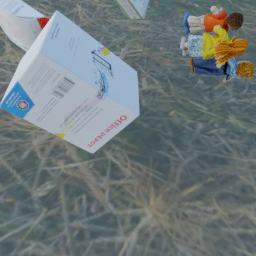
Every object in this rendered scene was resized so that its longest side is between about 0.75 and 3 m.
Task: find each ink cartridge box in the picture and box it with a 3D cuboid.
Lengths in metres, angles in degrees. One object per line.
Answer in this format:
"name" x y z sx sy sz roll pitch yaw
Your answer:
"ink cartridge box" -0.032 -4.600 9.208 0.597 2.012 1.045 8 77 33
"ink cartridge box" -2.251 -2.242 6.963 2.321 1.886 0.662 39 78 8
"ink cartridge box" -1.109 -0.871 5.981 2.245 1.653 1.624 32 38 -29

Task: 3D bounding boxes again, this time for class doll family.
"doll family" 2.125 -1.605 6.486 1.474 2.375 1.070 12 69 32
